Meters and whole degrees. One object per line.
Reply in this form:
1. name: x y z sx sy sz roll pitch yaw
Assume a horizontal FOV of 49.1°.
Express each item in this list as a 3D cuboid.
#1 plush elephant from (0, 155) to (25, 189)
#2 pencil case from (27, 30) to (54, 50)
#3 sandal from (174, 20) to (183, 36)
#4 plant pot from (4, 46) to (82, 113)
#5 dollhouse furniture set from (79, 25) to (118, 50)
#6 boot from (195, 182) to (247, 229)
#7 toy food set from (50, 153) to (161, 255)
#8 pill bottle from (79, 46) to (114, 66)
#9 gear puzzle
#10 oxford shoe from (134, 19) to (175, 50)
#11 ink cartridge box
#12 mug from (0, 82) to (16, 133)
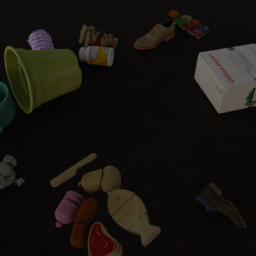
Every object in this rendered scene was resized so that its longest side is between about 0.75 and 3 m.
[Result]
1. plush elephant: -3.196 1.127 7.047 1.032 0.799 0.850 7 49 6
2. pencil case: -3.187 -2.801 10.489 0.931 0.914 2.177 -27 50 4
3. sandal: 2.099 -4.361 12.293 0.367 0.234 0.977 -14 63 -13
4. plant pot: -2.606 -1.710 8.955 1.892 2.058 2.058 -22 51 -31
5. dollhouse furniture set: -1.338 -3.473 11.107 1.380 0.711 1.365 -9 44 -41
6. boot: 2.166 1.954 6.643 0.616 0.475 1.270 -32 51 -5
7. toy food set: -0.609 1.548 5.274 1.588 0.393 2.498 -33 38 -8
8. pill bottle: -1.184 -2.721 10.522 1.204 0.669 0.669 9 49 9
9. gear puzzle: 2.635 -4.683 12.275 1.970 0.258 1.020 41 59 17
10. oxford shoe: 1.074 -3.857 11.435 2.112 0.790 0.744 -34 57 -26
11. ink cartridge box: 3.868 -1.736 9.325 2.717 1.146 1.985 -12 50 -10
12. mug: -4.131 -0.462 8.273 1.410 1.061 1.716 2 49 1
